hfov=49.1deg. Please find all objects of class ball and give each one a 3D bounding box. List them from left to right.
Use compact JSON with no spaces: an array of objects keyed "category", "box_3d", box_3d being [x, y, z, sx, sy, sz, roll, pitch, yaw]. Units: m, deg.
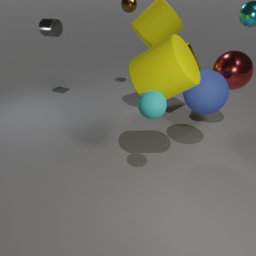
[{"category":"ball","box_3d":[0.045,-5.445,12.330,0.700,0.700,0.700,0,29,0]},{"category":"ball","box_3d":[0.594,-0.567,6.879,0.700,0.700,0.700,0,29,0]},{"category":"ball","box_3d":[2.457,-1.134,8.881,1.400,1.400,1.400,0,29,0]},{"category":"ball","box_3d":[3.786,-2.082,10.140,1.400,1.400,1.400,0,29,0]},{"category":"ball","box_3d":[3.510,-3.220,7.929,0.700,0.700,0.700,0,29,0]}]

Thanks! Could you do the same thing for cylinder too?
[{"category":"cylinder","box_3d":[-3.207,-4.178,11.667,0.700,0.700,0.700,14,32,28]},{"category":"cylinder","box_3d":[1.067,-3.790,10.421,1.400,1.400,1.400,-41,30,10]},{"category":"cylinder","box_3d":[0.963,-1.497,7.406,1.400,1.400,1.400,-25,16,31]}]

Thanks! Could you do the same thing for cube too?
[{"category":"cube","box_3d":[1.867,-2.599,11.541,1.400,1.400,1.400,-42,37,-7]}]
